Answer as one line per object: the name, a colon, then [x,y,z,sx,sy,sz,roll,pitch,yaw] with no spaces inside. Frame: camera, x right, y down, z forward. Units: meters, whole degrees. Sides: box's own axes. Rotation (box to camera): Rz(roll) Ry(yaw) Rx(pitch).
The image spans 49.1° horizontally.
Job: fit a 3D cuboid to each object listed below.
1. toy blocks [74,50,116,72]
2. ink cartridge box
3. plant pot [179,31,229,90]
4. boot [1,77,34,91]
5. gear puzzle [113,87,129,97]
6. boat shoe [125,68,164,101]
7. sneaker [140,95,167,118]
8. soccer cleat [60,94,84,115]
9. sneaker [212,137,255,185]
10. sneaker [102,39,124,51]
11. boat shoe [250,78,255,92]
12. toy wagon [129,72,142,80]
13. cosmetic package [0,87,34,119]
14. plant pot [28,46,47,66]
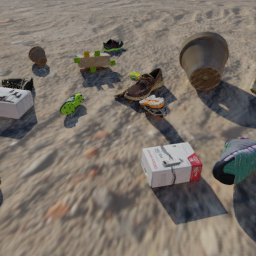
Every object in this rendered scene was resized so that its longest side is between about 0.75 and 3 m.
toy blocks: [-1.838,-3.539,14.484,2.077,1.038,1.420,-9,24,-16]
ink cartridge box: [1.181,0.999,7.796,1.419,0.588,1.042,-7,35,-12]
plant pot: [3.399,-2.787,12.438,2.232,2.232,1.936,3,50,5]
boot: [-4.790,-1.797,12.031,1.203,0.585,1.598,-3,30,-6]
gear puzzle: [-0.221,-1.555,12.008,0.541,0.137,1.045,-13,20,32]
boat shoe: [0.730,-1.947,11.983,0.887,0.885,2.458,25,41,33]
sneaker: [0.943,-0.792,10.531,0.670,0.661,1.711,-29,20,-6]
soccer cleat: [-2.268,-0.904,10.887,0.577,0.481,1.424,-4,28,29]
sneaker: [2.968,0.847,7.946,2.510,0.934,1.099,-12,24,-36]
sneaker: [-0.867,-5.060,16.911,1.533,0.642,0.588,-26,41,-33]
boat shoe: [6.150,-2.127,12.494,1.882,0.625,0.697,-28,42,-35]
toy wagon: [0.458,-2.528,13.530,0.787,0.156,0.611,12,36,18]
cosmetic package: [-5.219,-1.086,10.866,2.748,0.696,1.134,8,33,12]
plant pot: [-4.678,-3.733,14.821,0.914,0.914,0.797,-24,57,-32]
